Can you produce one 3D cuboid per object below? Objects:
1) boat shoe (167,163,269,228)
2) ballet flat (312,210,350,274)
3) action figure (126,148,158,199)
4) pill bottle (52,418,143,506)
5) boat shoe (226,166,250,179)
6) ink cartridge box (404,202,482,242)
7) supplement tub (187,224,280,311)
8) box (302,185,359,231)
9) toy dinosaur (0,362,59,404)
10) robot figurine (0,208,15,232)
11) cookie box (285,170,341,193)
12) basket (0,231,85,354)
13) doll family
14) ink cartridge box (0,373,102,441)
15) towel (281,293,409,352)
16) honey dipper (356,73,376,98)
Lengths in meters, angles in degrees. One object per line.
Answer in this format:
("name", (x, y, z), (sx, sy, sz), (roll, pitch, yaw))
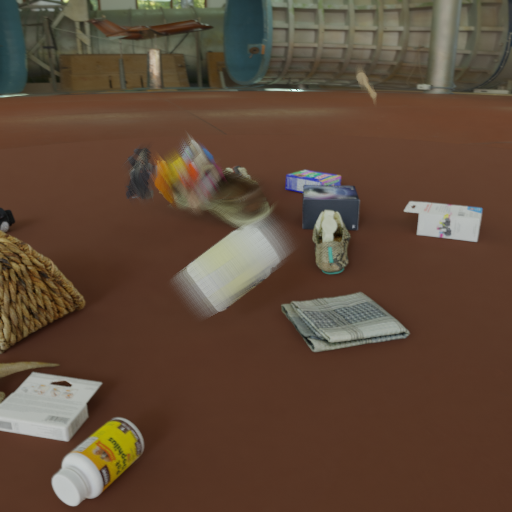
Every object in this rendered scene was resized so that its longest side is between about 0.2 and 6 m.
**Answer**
("boat shoe", (-1.012, -1.645, 12.502), (2.975, 1.101, 1.099), (21, 59, 25))
("ballet flat", (1.423, -0.413, 10.686), (0.746, 0.828, 2.200), (-6, 20, 8))
("action figure", (-2.098, -1.476, 10.569), (0.652, 0.759, 1.277), (24, 35, -34))
("pill bottle", (-1.469, 1.915, 5.217), (0.455, 0.455, 0.834), (11, 24, 26))
("boat shoe", (-0.445, -2.062, 15.253), (0.628, 0.715, 2.008), (-1, 16, -8))
("ink cartridge box", (3.990, -0.759, 12.033), (1.537, 0.521, 0.885), (9, 23, 22))
("supplement tub", (-0.300, 0.146, 7.529), (1.071, 0.776, 0.776), (-37, 29, -6))
("box", (1.664, -1.114, 12.652), (1.230, 0.758, 1.220), (1, 22, 4))
("toy dinosaur", (-3.172, 1.406, 6.516), (1.673, 0.487, 0.846), (-8, 21, -20))
("robot figurine", (-5.632, -0.727, 11.887), (0.565, 0.681, 0.906), (39, 39, 26))
("cookie box", (1.564, -2.009, 15.371), (1.178, 0.443, 1.008), (16, 25, 35))
("basket", (-3.880, 0.184, 8.163), (2.186, 1.560, 1.629), (11, 25, 26))
("doll family", (-1.307, -1.461, 10.203), (0.800, 1.102, 1.776), (41, 0, 9))
("ink cartridge box", (-2.299, 1.659, 6.223), (0.923, 0.206, 0.813), (5, 22, 12))
("towel", (1.229, 0.895, 8.144), (1.463, 0.253, 1.408), (-7, 22, -16))
("honey dipper", (2.389, -3.648, 12.057), (0.201, 0.201, 1.056), (-3, 41, -7))
